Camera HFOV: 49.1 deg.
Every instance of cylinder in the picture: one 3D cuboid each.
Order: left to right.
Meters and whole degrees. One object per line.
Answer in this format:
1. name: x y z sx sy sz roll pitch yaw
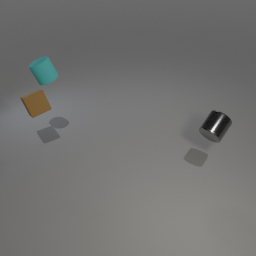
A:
1. cylinder: -2.783 -1.884 9.252 0.700 0.700 0.700 -17 35 12
2. cylinder: 2.553 -0.040 8.189 0.700 0.700 0.700 29 77 37

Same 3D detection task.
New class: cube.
1. cube: -3.095 -0.838 9.409 0.700 0.700 0.700 -29 22 -19
